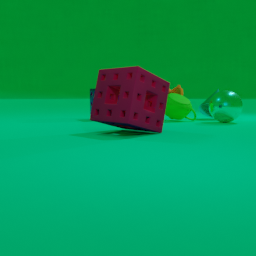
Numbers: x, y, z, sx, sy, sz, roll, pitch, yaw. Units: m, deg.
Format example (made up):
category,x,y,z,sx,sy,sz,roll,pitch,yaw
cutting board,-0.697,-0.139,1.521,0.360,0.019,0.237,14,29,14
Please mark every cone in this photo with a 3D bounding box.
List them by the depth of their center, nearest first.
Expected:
category,x,y,z,sx,sy,sz,roll,pitch,yaw
cone,3.387,-1.093,10.869,1.051,1.055,1.051,19,-21,7

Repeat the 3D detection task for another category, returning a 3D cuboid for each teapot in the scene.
category,x,y,z,sx,sy,sz,roll,pitch,yaw
teapot,1.642,-0.724,9.997,1.734,0.849,1.078,25,29,11

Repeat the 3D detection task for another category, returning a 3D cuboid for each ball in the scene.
category,x,y,z,sx,sy,sz,roll,pitch,yaw
ball,3.246,-0.713,9.327,1.070,1.070,1.070,0,6,0

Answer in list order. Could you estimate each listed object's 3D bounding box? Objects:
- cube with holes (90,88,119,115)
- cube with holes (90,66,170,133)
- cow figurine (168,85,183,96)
category,x,y,z,sx,sy,sz,roll,pitch,yaw
cube with holes,-0.691,-0.904,10.568,1.164,1.164,1.164,-3,7,-27
cube with holes,0.056,-0.631,6.624,1.229,1.229,1.229,6,-6,42
cow figurine,1.479,-1.317,10.705,1.156,0.645,1.175,-4,3,-41
